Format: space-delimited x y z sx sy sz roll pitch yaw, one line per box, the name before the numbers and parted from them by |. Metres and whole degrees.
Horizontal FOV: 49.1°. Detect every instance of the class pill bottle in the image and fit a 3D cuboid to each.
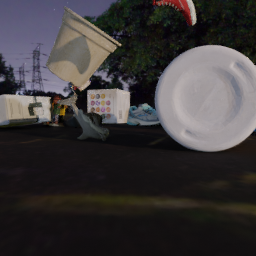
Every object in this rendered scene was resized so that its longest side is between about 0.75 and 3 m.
pill bottle | 1.593 -0.515 5.490 1.614 1.614 2.906 1 4 17

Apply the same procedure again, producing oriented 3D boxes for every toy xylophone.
toy xylophone | -2.221 -2.105 12.799 0.374 1.089 1.487 46 1 -37

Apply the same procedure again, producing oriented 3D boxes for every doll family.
doll family | -3.081 -0.800 11.993 0.954 1.406 2.433 6 -1 -36

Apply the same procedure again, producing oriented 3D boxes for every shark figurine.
shark figurine | -0.972 -0.050 6.112 0.582 1.395 0.834 -37 28 15

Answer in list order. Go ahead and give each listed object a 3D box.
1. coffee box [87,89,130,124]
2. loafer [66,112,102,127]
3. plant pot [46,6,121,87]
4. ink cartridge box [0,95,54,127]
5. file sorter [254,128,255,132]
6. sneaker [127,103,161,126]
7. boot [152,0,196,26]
coffee box | -1.023 -1.141 15.142 1.749 1.766 1.769 1 4 22
loafer | -1.818 -0.340 11.743 0.616 0.620 1.703 -3 -1 43
plant pot | -1.958 -3.017 11.096 2.553 2.337 2.553 32 13 -8
ink cartridge box | -4.336 -0.611 10.700 1.835 1.040 2.503 -6 1 22
file sorter | 4.378 -0.513 8.782 1.858 1.289 1.140 1 6 11
sneaker | 0.784 -0.582 12.171 0.898 0.999 2.314 -3 5 -45
boot | 1.144 -3.086 7.135 0.920 1.275 0.462 -27 17 2
